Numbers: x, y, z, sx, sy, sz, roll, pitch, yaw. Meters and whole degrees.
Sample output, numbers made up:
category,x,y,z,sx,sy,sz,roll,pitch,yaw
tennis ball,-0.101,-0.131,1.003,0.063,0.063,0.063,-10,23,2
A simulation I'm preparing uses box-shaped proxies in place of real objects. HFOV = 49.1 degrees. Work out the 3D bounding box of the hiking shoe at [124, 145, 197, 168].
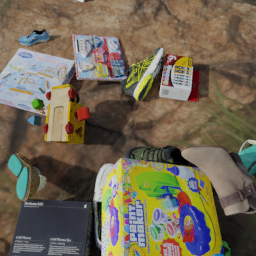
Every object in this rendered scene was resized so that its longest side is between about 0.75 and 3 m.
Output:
category,x,y,z,sx,sy,sz,roll,pitch,yaw
hiking shoe,1.159,0.961,9.726,2.614,1.316,0.990,7,59,4

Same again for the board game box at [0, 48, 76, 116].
category,x,y,z,sx,sy,sz,roll,pitch,yaw
board game box,-4.019,-2.032,11.990,2.780,0.572,2.773,16,60,9

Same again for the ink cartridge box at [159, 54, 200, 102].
category,x,y,z,sx,sy,sz,roll,pitch,yaw
ink cartridge box,2.284,-2.143,11.940,1.643,0.785,1.871,9,58,4

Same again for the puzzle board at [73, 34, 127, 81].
category,x,y,z,sx,sy,sz,roll,pitch,yaw
puzzle board,-1.292,-3.225,12.571,2.170,0.251,2.880,-1,55,-17

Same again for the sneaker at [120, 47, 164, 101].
category,x,y,z,sx,sy,sz,roll,pitch,yaw
sneaker,0.646,-2.520,12.002,1.217,1.071,2.877,23,61,13

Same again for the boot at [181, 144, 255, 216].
category,x,y,z,sx,sy,sz,roll,pitch,yaw
boot,2.649,1.499,7.825,2.472,0.868,1.807,9,60,-25

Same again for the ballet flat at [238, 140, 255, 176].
category,x,y,z,sx,sy,sz,roll,pitch,yaw
ballet flat,4.955,0.598,10.193,2.948,0.993,1.038,-30,51,-19

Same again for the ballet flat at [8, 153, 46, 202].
category,x,y,z,sx,sy,sz,roll,pitch,yaw
ballet flat,-3.230,1.604,9.181,2.534,0.916,0.859,28,94,53

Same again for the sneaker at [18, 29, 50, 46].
category,x,y,z,sx,sy,sz,roll,pitch,yaw
sneaker,-4.540,-4.428,13.415,1.448,0.651,0.568,-19,60,-11

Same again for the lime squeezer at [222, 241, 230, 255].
category,x,y,z,sx,sy,sz,roll,pitch,yaw
lime squeezer,2.937,3.830,8.598,0.516,0.276,1.461,-24,62,-14

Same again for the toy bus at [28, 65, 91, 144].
category,x,y,z,sx,sy,sz,roll,pitch,yaw
toy bus,-2.193,-0.559,10.293,2.484,1.284,2.344,-47,63,15

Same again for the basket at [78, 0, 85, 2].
category,x,y,z,sx,sy,sz,roll,pitch,yaw
basket,-2.519,-7.360,15.131,0.564,0.831,0.513,27,56,15

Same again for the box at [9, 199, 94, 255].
category,x,y,z,sx,sy,sz,roll,pitch,yaw
box,-2.202,3.278,8.420,2.150,1.119,1.958,3,60,2

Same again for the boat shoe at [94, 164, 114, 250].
category,x,y,z,sx,sy,sz,roll,pitch,yaw
boat shoe,-0.572,2.379,9.067,1.057,0.959,2.874,-3,59,-2

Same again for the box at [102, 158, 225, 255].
category,x,y,z,sx,sy,sz,roll,pitch,yaw
box,0.835,2.686,7.855,2.851,1.806,2.960,9,57,-20
